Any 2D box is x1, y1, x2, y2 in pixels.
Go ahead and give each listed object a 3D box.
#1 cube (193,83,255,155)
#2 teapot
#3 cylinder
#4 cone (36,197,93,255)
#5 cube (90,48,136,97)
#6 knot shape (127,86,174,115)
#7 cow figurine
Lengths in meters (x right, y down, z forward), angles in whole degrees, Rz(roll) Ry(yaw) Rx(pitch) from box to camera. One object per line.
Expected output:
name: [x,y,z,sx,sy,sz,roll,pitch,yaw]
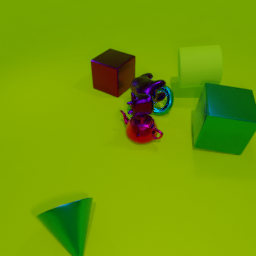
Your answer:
cube: [2.723,-0.260,8.018,1.385,1.385,1.385,9,47,2]
teapot: [0.376,-0.062,8.448,1.594,0.781,0.991,27,47,28]
cylinder: [2.429,-2.095,9.597,1.353,1.353,1.353,-2,40,7]
cone: [-1.145,2.248,5.846,1.226,1.226,1.231,-15,74,-17]
cube: [-0.529,-2.082,10.479,1.207,1.207,1.207,23,46,25]
knot shape: [0.814,-1.010,9.484,1.504,0.743,1.607,14,56,16]
cow figurine: [0.426,-1.031,8.564,1.553,0.866,1.578,-23,40,-22]
